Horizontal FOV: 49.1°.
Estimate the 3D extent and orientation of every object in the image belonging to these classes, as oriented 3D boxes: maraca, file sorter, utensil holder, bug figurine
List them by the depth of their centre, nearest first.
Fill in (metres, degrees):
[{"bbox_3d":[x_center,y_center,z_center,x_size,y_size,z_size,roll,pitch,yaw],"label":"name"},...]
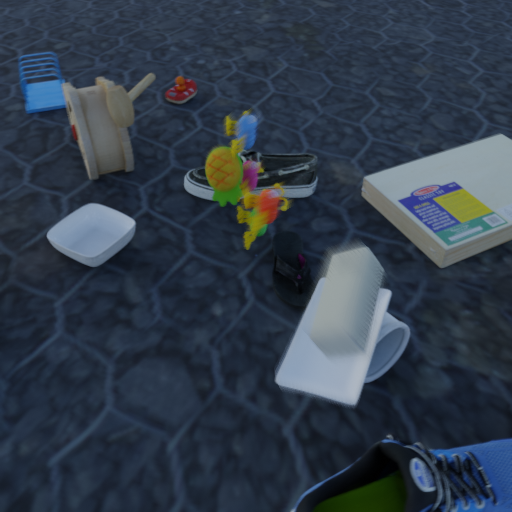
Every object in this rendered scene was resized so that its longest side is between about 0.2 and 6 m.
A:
[{"bbox_3d":[1.483,1.110,8.395,1.040,1.040,1.224,-27,46,-26],"label":"utensil holder"},{"bbox_3d":[-0.044,-1.279,9.868,0.604,1.822,2.349,-9,64,-11],"label":"bug figurine"},{"bbox_3d":[-0.565,-1.434,10.135,0.731,1.066,0.570,-5,6,25],"label":"maraca"},{"bbox_3d":[-5.573,-4.533,14.584,1.045,0.924,1.507,-14,45,-13],"label":"file sorter"}]

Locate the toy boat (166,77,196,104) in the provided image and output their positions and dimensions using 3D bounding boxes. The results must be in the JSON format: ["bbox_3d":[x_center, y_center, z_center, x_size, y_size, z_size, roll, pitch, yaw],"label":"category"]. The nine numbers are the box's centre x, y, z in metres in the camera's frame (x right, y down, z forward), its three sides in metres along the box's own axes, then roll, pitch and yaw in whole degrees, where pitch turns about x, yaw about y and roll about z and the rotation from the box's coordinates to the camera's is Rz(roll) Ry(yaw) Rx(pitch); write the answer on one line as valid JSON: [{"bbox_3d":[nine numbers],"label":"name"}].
[{"bbox_3d":[-1.967,-4.425,14.706,0.587,0.588,0.900,21,47,22],"label":"toy boat"}]

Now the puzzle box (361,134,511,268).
[{"bbox_3d":[4.407,-1.266,11.338,3.831,0.487,2.549,-19,46,-19],"label":"puzzle box"}]

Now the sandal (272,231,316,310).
[{"bbox_3d":[0.600,0.147,9.825,0.724,0.461,1.927,-5,43,-6],"label":"sandal"}]

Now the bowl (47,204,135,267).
[{"bbox_3d":[-2.997,-0.339,10.346,1.291,0.482,1.292,23,48,23],"label":"bowl"}]

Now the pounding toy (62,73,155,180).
[{"bbox_3d":[-3.020,-2.882,12.291,1.925,1.919,3.356,-16,26,-17],"label":"pounding toy"}]

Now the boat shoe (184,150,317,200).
[{"bbox_3d":[-0.116,-1.770,11.595,2.776,0.884,0.982,-2,43,-3],"label":"boat shoe"}]

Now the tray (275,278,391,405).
[{"bbox_3d":[1.084,1.104,7.522,1.062,0.219,1.978,12,45,20],"label":"tray"}]

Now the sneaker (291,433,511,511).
[{"bbox_3d":[1.930,2.762,6.197,3.447,1.537,1.354,-13,44,-14],"label":"sneaker"}]

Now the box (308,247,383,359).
[{"bbox_3d":[1.136,0.562,6.919,0.566,0.471,1.379,-15,38,38],"label":"box"}]
